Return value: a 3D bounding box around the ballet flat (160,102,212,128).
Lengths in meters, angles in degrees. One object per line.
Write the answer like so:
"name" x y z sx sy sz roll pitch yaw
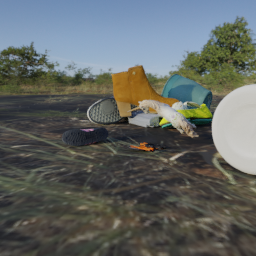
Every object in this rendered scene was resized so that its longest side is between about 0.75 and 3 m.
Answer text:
"ballet flat" 2.201 -0.559 10.865 2.801 0.939 0.936 -5 -12 -37

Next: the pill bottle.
"pill bottle" 3.183 -0.091 5.885 2.923 1.641 1.641 -8 12 -44

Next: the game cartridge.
"game cartridge" 1.406 -0.513 11.847 2.563 0.524 1.706 -11 11 -32

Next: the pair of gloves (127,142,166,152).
"pair of gloves" 0.473 0.497 7.086 0.791 0.110 0.887 6 8 41

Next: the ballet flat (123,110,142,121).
"ballet flat" 0.506 -0.594 12.713 1.504 0.507 0.349 -9 -4 -11

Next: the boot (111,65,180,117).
"boot" 0.744 -1.545 11.098 2.656 1.902 0.935 -9 17 -4

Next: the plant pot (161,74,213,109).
"plant pot" 2.920 -1.365 13.599 1.960 2.086 2.086 23 19 29

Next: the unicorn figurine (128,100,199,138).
"unicorn figurine" 1.179 -0.381 8.367 1.936 0.715 1.329 20 -4 43

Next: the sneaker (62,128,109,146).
"sneaker" -1.235 0.274 7.769 1.346 0.472 0.552 -3 -9 -33

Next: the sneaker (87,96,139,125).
"sneaker" -0.812 -0.809 12.616 2.997 1.140 2.166 -22 7 -33
